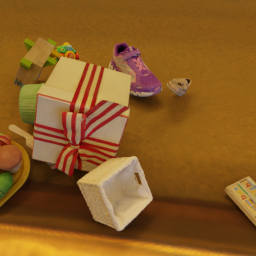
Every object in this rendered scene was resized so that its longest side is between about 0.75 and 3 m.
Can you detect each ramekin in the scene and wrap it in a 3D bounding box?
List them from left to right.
[{"bbox_3d":[-2.802,-0.708,8.437,0.632,1.295,1.295,1,44,-4],"label":"ramekin"}]

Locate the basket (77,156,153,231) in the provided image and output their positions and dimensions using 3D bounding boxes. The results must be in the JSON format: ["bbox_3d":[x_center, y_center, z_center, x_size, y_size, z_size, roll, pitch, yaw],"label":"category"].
[{"bbox_3d":[-0.271,1.355,6.127,1.171,1.160,0.941,-33,19,-37],"label":"basket"}]

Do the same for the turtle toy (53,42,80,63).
[{"bbox_3d":[-2.171,-2.549,10.560,0.688,1.362,0.992,9,59,54],"label":"turtle toy"}]

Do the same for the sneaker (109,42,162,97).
[{"bbox_3d":[0.191,-2.109,9.678,1.101,1.210,2.737,-17,45,-26],"label":"sneaker"}]

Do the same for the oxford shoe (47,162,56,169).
[{"bbox_3d":[-1.876,0.534,7.724,0.430,0.449,1.216,-17,34,30],"label":"oxford shoe"}]

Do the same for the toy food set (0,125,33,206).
[{"bbox_3d":[-3.243,0.893,6.654,1.547,0.859,2.629,38,64,8],"label":"toy food set"}]

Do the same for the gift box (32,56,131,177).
[{"bbox_3d":[-0.950,-0.268,7.077,2.485,2.293,2.321,11,39,-3],"label":"gift box"}]

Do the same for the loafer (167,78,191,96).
[{"bbox_3d":[1.696,-1.411,9.042,0.621,0.543,1.726,42,18,8],"label":"loafer"}]

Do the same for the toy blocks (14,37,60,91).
[{"bbox_3d":[-3.241,-1.966,9.434,1.148,1.571,2.298,29,33,-19],"label":"toy blocks"}]

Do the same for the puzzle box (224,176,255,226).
[{"bbox_3d":[3.002,1.761,6.635,0.812,0.155,1.221,-18,50,-25],"label":"puzzle box"}]
